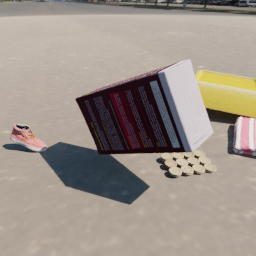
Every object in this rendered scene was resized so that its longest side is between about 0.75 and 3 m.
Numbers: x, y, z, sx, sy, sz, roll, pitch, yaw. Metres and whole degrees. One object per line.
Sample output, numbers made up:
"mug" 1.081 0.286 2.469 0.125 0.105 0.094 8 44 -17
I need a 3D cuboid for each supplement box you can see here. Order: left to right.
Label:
"supplement box" 0.159 -0.240 4.960 2.357 1.282 0.717 -6 19 47

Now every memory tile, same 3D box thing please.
"memory tile" 1.257 0.732 5.901 1.036 0.087 0.794 -4 29 -13

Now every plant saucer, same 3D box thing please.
"plant saucer" 3.069 -1.210 8.784 2.758 0.668 2.758 14 24 14

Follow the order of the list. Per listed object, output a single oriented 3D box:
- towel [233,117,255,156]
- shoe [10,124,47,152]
"towel" 3.684 0.327 6.586 2.280 0.341 1.669 9 29 21
"shoe" -2.243 0.218 6.392 0.863 0.393 0.308 22 27 -4
